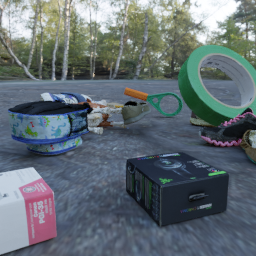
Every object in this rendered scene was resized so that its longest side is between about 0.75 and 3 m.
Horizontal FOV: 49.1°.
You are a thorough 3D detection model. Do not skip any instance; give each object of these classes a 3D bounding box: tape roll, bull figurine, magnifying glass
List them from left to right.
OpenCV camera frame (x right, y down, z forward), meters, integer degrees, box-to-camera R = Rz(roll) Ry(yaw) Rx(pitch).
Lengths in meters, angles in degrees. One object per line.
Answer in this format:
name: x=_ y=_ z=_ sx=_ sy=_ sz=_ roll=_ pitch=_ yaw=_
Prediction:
bull figurine: x=-0.992 y=-0.354 z=8.019 sx=1.578 sy=0.847 sz=2.600 roll=6 pitch=13 yaw=23
magnifying glass: x=0.924 y=-1.043 z=10.276 sx=2.193 sy=0.873 sz=0.246 roll=18 pitch=13 yaw=9
tape roll: x=2.627 y=-1.201 z=7.862 sx=2.444 sy=2.444 sz=0.588 roll=-4 pitch=-24 yaw=-20

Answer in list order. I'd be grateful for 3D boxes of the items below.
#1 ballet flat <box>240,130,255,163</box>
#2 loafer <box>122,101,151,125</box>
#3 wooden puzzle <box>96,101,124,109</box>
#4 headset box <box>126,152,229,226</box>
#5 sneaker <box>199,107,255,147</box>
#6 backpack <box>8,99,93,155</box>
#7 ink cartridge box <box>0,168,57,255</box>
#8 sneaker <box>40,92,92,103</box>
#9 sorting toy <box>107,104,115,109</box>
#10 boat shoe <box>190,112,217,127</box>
ballet flat: x=2.580 y=0.327 z=5.557 sx=0.489 sy=0.522 sz=1.443 roll=2 pitch=12 yaw=10
loafer: x=0.234 y=-0.560 z=8.071 sx=0.612 sy=0.567 sz=1.628 roll=-17 pitch=10 yaw=19
wooden puzzle: x=-0.805 y=-0.998 z=12.695 sx=1.338 sy=0.232 sz=1.983 roll=0 pitch=11 yaw=-20
headset box: x=0.608 y=0.737 z=3.634 sx=0.954 sy=0.508 sz=1.096 roll=-5 pitch=13 yaw=-21
sneaker: x=2.579 y=-0.040 z=6.481 sx=1.851 sy=0.883 sz=0.731 roll=-1 pitch=14 yaw=3
backpack: x=-1.667 y=-0.018 z=5.870 sx=1.315 sy=1.056 sz=1.437 roll=8 pitch=12 yaw=32
ink cartridge box: x=-1.499 y=0.882 z=2.881 sx=1.275 sy=0.528 sz=0.934 roll=-7 pitch=14 yaw=-31
sneaker: x=-1.819 y=-0.700 z=9.146 sx=1.887 sy=1.038 sz=2.577 roll=-9 pitch=9 yaw=-19
sorting toy: x=-1.766 y=-0.770 z=11.536 sx=2.086 sy=0.279 sz=1.554 roll=10 pitch=20 yaw=41
boat shoe: x=2.768 y=-0.320 z=8.443 sx=1.847 sy=0.599 sz=0.676 roll=6 pitch=13 yaw=27
